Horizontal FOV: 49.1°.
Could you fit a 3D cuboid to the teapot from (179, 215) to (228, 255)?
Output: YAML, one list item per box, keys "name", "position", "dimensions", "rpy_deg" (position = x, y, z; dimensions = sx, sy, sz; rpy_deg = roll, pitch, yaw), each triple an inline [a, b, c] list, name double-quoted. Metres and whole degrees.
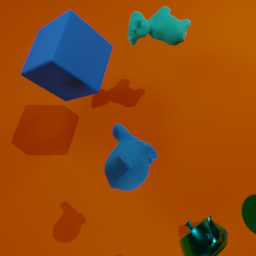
- name: "teapot"
  position: [1.178, 1.759, 4.485]
  dimensions: [0.805, 1.295, 0.634]
  rpy_deg: [-28, 65, -29]

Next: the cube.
- name: "cube"
  position: [-1.368, -1.554, 6.390]
  dimensions: [1.313, 1.313, 1.313]
  rpy_deg: [-7, 61, 44]

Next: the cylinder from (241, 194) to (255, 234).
- name: "cylinder"
  position: [2.959, 1.769, 5.822]
  dimensions: [0.826, 0.826, 0.826]
  rpy_deg: [4, 68, -32]

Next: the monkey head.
- name: "monkey head"
  position: [-0.085, 0.493, 4.561]
  dimensions: [0.855, 1.419, 1.021]
  rpy_deg: [-39, 78, -25]

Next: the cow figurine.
- name: "cow figurine"
  position: [0.726, -2.438, 6.972]
  dimensions: [1.414, 0.776, 1.391]
  rpy_deg: [33, 56, 10]
